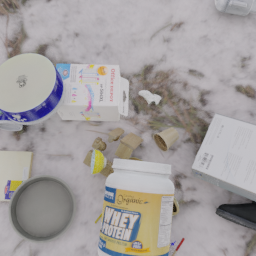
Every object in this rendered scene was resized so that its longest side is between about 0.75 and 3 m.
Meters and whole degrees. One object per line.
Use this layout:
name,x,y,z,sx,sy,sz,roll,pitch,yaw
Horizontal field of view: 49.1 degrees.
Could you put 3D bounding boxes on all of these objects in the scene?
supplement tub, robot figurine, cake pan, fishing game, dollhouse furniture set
supplement tub,0.275,2.428,8.271,2.073,2.073,2.866,6,82,2
robot figurine,4.487,-5.334,11.663,1.923,1.086,1.631,12,36,4
cake pan,-2.839,2.691,9.418,2.182,0.400,2.182,2,75,-8
fishing game,0.328,3.504,9.312,2.804,0.436,2.008,34,83,5
dollhouse furniture set,-0.511,0.825,10.198,1.432,1.227,1.505,30,110,9

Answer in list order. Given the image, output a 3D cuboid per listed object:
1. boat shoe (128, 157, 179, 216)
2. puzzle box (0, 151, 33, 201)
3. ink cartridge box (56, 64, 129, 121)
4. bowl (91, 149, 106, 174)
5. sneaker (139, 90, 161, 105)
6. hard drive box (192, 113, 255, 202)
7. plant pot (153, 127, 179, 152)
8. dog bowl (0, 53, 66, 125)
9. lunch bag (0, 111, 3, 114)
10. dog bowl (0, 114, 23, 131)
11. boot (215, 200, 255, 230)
boat shoe,0.804,1.953,9.577,0.902,0.778,2.474,-36,76,-10
puzzle box,-4.079,1.706,9.945,1.184,0.226,1.779,2,73,0
ink cartridge box,-1.229,-1.250,10.143,2.520,1.578,1.619,0,73,1
bowl,-0.970,1.150,9.409,0.443,0.823,0.823,7,72,-14
sneaker,0.800,-1.147,10.776,0.902,0.352,0.448,21,77,7
hard drive box,3.889,1.042,9.236,2.870,1.102,2.237,21,74,27
plant pot,1.437,0.362,10.150,0.706,0.771,0.771,-31,75,-20
dog bowl,-3.096,-1.224,8.701,2.135,0.841,2.135,-3,66,7
lunch bag,-4.606,-1.259,10.329,2.066,1.260,1.760,5,74,-1
dog bowl,-4.299,-0.192,10.183,0.896,0.896,0.353,0,70,0
boot,4.369,1.988,9.485,2.282,0.909,2.769,21,77,-2
